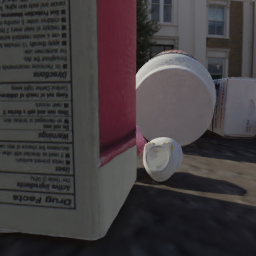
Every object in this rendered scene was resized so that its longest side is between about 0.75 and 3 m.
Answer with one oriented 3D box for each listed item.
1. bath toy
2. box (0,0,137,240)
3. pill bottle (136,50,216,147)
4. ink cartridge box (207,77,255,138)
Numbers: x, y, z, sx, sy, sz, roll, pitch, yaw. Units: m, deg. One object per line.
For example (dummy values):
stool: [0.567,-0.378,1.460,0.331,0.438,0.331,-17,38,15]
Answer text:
bath toy: [-0.081,0.249,3.542,1.640,0.713,0.606,9,-12,26]
box: [-0.808,-0.608,2.411,1.623,2.538,1.383,2,7,12]
pill bottle: [0.975,-0.765,6.134,1.743,1.743,2.996,1,18,9]
ink cartridge box: [2.382,-0.519,6.698,0.752,1.292,1.774,2,7,-2]
